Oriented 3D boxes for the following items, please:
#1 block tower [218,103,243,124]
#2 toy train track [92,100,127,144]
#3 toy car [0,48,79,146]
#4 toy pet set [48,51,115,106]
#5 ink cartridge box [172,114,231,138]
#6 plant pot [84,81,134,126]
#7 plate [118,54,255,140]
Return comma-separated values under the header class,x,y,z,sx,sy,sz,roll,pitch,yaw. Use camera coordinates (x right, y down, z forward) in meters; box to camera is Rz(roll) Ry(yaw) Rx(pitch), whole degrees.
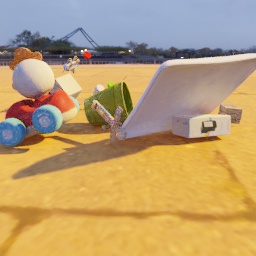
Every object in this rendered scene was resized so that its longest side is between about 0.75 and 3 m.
class,x,y,z,sx,sy,sz,roll,pitch,yaw
block tower,3.080,-0.464,8.551,0.485,0.453,1.678,7,10,12
toy train track,-0.568,-0.232,6.930,0.275,0.971,1.692,-4,33,-33
toy car,-2.466,-0.918,7.103,1.861,2.105,1.940,-18,12,10
toy pet set,-1.844,-1.361,10.737,2.308,2.472,1.313,-33,-7,-43
ink cartridge box,1.910,-0.076,7.432,1.250,0.518,0.911,-4,8,-18
plant pot,-0.589,-0.627,8.463,1.293,1.343,1.343,-12,13,12
plate,1.356,-0.790,6.776,2.909,0.470,2.903,-11,-24,-27
